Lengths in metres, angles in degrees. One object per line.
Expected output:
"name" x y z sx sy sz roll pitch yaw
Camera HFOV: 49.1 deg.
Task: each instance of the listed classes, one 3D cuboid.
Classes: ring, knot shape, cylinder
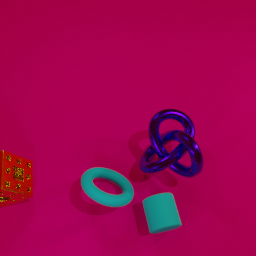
"ring" -0.533 1.533 7.400 1.457 0.291 1.457 20 20 -8
"knot shape" 1.254 0.575 7.554 1.858 0.918 1.986 35 99 39
"cylinder" 0.867 2.198 7.221 0.822 0.822 0.822 -11 62 -6

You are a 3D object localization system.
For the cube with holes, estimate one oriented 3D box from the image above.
"cube with holes" -3.276 1.365 7.377 1.035 1.035 1.035 -22 60 18
